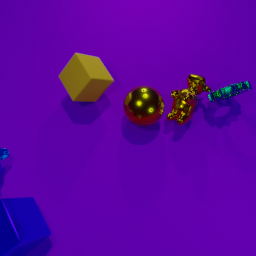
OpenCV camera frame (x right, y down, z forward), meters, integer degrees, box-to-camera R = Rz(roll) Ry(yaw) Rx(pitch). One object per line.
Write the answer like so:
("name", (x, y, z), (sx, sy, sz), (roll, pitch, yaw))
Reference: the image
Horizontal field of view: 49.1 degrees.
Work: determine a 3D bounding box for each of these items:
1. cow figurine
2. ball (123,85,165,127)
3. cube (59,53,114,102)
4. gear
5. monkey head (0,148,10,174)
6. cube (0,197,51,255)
("cow figurine", (1.833, -0.856, 8.427), (0.829, 1.510, 1.486), (23, 22, 32))
("ball", (0.459, -0.641, 8.190), (1.213, 1.213, 1.213), (0, 64, 0))
("cube", (-1.258, -1.489, 8.435), (1.005, 1.005, 1.005), (-6, 58, -54))
("gear", (3.042, -1.075, 8.388), (1.222, 1.222, 0.226), (-15, 84, -7))
("monkey head", (-3.996, 1.057, 7.301), (1.702, 1.026, 1.224), (-35, 113, -1))
("cube", (-2.729, 2.399, 6.579), (1.097, 1.097, 1.097), (-40, 68, 9))
